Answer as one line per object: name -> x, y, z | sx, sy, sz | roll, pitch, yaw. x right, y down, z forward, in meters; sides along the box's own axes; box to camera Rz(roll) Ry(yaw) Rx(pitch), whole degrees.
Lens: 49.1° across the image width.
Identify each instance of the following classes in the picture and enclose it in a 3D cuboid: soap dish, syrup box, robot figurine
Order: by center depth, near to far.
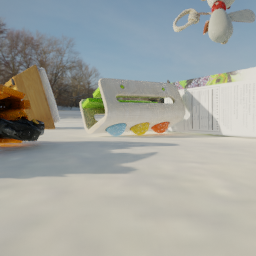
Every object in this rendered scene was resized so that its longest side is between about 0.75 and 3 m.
robot figurine -> -1.583, -0.097, 2.162 | 1.425, 0.572, 1.966 | 3, 3, 20
syrup box -> 1.543, -0.346, 4.336 | 0.882, 0.912, 2.240 | -2, 2, -27
soap dish -> -2.413, -0.662, 6.910 | 0.758, 1.469, 1.867 | -21, 12, -28

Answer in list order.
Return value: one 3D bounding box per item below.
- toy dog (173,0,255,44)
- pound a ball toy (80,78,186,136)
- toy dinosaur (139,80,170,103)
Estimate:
toy dog -> 1.753, -2.192, 5.238 | 1.209, 1.833, 0.883 | 15, -20, 41
pound a ball toy -> 0.101, -0.159, 4.494 | 1.729, 0.734, 1.127 | -2, -23, -37
toy dinosaur -> 1.084, -0.672, 9.517 | 1.478, 1.112, 2.890 | -32, -17, 6
